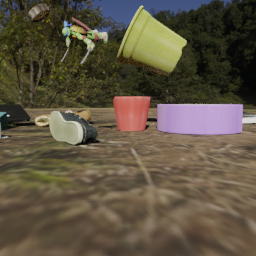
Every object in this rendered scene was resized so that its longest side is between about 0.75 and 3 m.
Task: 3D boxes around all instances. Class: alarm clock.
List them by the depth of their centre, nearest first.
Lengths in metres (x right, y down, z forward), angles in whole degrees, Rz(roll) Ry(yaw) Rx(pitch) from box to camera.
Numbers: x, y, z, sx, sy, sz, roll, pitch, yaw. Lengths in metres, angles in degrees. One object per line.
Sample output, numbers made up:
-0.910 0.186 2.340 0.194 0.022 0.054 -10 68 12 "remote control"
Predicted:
-2.527 -3.152 7.725 0.840 0.279 0.566 -40 11 -28 "alarm clock"

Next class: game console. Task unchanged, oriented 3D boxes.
-5.651 -0.280 11.899 2.288 1.331 2.012 -6 33 -42 "game console"

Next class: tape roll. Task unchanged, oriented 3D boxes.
2.470 -0.369 9.834 2.879 0.945 2.879 0 6 0 "tape roll"

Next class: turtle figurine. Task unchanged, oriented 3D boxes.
-1.113 -2.078 6.977 1.129 1.164 0.838 -20 2 -40 "turtle figurine"

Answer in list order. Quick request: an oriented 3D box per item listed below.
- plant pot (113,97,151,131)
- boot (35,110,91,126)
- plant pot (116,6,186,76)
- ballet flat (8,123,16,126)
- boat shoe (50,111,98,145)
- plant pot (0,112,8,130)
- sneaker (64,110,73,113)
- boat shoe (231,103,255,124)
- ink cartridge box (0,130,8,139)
0.135 -0.512 9.943 1.347 1.192 1.347 0 4 0 "plant pot"
-2.757 -0.392 12.158 1.659 0.627 1.895 -12 -2 28 "boot"
0.976 -3.096 10.776 2.120 2.306 2.306 26 5 -2 "plant pot"
-4.918 -0.166 11.421 0.271 0.271 0.755 4 6 40 "ballet flat"
-1.420 -0.030 7.156 0.662 0.746 1.997 -3 7 -35 "boat shoe"
-4.768 -0.200 10.080 0.605 0.604 0.855 -1 12 -9 "plant pot"
-3.153 -0.481 13.854 1.454 0.569 0.561 -2 -24 35 "sneaker"
4.886 -0.715 13.521 2.863 0.948 1.001 4 6 34 "boat shoe"
-3.972 0.086 7.345 0.817 0.470 1.410 2 6 24 "ink cartridge box"
